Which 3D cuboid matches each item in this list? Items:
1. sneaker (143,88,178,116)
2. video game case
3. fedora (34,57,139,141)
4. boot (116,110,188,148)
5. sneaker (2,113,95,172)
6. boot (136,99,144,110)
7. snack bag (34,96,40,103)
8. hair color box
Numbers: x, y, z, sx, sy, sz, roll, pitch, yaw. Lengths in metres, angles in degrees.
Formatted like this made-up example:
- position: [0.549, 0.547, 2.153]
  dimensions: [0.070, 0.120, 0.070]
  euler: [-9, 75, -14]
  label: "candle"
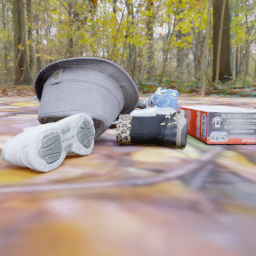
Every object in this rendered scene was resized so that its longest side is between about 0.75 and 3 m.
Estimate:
- position: [1.165, -0.851, 9.485]
  dimensions: [0.920, 0.936, 2.431]
  euler: [13, 7, -15]
  label: "sneaker"
- position: [-0.267, -0.301, 7.685]
  dimensions: [2.035, 0.241, 1.852]
  euler: [-5, 5, 8]
  label: "video game case"
- position: [-0.811, -0.313, 4.824]
  dimensions: [1.900, 0.858, 1.680]
  euler: [-4, -37, 22]
  label: "fedora"
- position: [0.462, -0.012, 5.163]
  dimensions: [1.199, 0.583, 1.592]
  euler: [2, 14, 7]
  label: "boot"
- position: [-1.043, 0.137, 3.852]
  dimensions: [0.797, 0.625, 1.604]
  euler: [-1, 6, 22]
  label: "sneaker"
- position: [0.109, -1.195, 13.518]
  dimensions: [1.633, 0.847, 2.501]
  euler: [9, 11, 20]
  label: "boot"
- position: [-2.086, -0.683, 7.593]
  dimensions: [0.828, 0.089, 0.781]
  euler: [-13, -45, 37]
  label: "snack bag"
- position: [1.818, -0.119, 5.749]
  dimensions: [1.066, 0.614, 1.922]
  euler: [0, 6, -3]
  label: "hair color box"
